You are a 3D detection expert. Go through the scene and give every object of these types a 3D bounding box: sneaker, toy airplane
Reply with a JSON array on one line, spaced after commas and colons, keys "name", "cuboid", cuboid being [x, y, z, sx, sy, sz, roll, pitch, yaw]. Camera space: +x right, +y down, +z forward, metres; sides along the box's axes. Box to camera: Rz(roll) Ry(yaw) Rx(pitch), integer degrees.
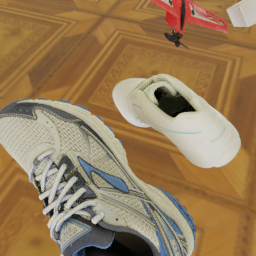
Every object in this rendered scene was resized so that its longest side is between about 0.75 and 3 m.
[{"name": "sneaker", "cuboid": [-0.322, 0.581, 2.348, 2.172, 0.837, 0.925, 39, 30, -1]}, {"name": "sneaker", "cuboid": [0.380, -0.343, 3.400, 0.739, 0.842, 2.103, -48, 39, -7]}, {"name": "toy airplane", "cuboid": [0.900, -2.710, 5.473, 2.551, 0.469, 2.551, 8, 74, -30]}]

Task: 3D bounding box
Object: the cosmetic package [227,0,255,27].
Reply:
[{"name": "cosmetic package", "cuboid": [3.157, -2.780, 5.674, 2.019, 0.522, 1.522, -26, 15, 19]}]
